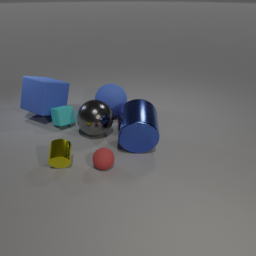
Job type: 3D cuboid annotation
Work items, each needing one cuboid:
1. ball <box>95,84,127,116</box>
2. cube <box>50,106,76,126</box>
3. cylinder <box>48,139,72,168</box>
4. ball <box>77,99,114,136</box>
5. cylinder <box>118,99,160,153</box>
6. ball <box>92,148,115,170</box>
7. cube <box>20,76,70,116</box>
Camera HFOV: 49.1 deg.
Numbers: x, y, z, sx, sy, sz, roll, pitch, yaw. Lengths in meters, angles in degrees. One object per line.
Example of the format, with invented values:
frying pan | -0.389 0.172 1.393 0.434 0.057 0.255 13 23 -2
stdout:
ball | -0.737 -1.217 12.137 1.400 1.400 1.400 0 28 0
cube | -2.670 -0.507 11.482 0.700 0.700 0.700 -18 16 -38
cylinder | -2.166 0.817 8.948 0.700 0.700 0.700 -2 54 -4
ball | -1.253 -0.390 10.735 1.400 1.400 1.400 0 28 0
cylinder | 0.366 -0.077 9.879 1.400 1.400 1.400 0 39 1
ball | -0.779 0.973 8.914 0.700 0.700 0.700 0 28 0
cube | -3.560 -1.396 12.035 1.400 1.400 1.400 17 15 27
